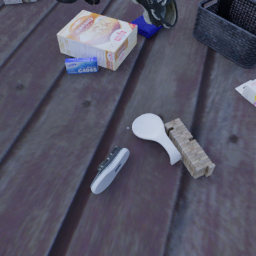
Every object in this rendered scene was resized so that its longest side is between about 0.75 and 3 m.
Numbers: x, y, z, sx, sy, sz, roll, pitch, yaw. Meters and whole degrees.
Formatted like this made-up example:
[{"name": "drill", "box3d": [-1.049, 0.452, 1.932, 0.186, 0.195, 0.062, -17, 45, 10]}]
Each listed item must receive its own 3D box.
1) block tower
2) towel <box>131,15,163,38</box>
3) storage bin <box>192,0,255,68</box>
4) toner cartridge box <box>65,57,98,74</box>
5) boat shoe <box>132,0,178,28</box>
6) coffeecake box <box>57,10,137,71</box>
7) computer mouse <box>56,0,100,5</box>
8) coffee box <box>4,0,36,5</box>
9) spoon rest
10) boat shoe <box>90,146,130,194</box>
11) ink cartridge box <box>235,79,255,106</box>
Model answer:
[{"name": "block tower", "box3d": [1.516, 0.503, 7.297, 0.501, 0.469, 1.735, -23, 56, -15]}, {"name": "towel", "box3d": [0.897, -4.066, 10.869, 1.132, 0.380, 1.533, 33, 59, 30]}, {"name": "storage bin", "box3d": [3.860, -3.552, 9.891, 1.826, 1.266, 2.700, -34, 59, -23]}, {"name": "toner cartridge box", "box3d": [-1.515, -2.057, 9.234, 1.021, 0.485, 0.220, -5, 53, -3]}, {"name": "boat shoe", "box3d": [0.504, -2.244, 4.732, 0.557, 1.847, 0.698, 23, 98, 16]}, {"name": "coffeecake box", "box3d": [-1.033, -3.118, 9.830, 2.220, 0.811, 1.704, 22, 56, 16]}, {"name": "computer mouse", "box3d": [-0.834, -2.219, 4.835, 0.419, 0.244, 1.431, -8, 12, 24]}, {"name": "coffee box", "box3d": [-4.683, -5.804, 12.048, 1.331, 0.531, 0.752, -10, 53, -8]}, {"name": "spoon rest", "box3d": [0.765, 0.203, 7.441, 0.832, 0.508, 1.675, -35, 57, -12]}, {"name": "boat shoe", "box3d": [-0.501, 1.007, 6.942, 0.413, 0.501, 1.460, 23, 49, 24]}, {"name": "ink cartridge box", "box3d": [4.071, -1.075, 8.495, 0.804, 0.462, 1.374, -28, 58, -20]}]
